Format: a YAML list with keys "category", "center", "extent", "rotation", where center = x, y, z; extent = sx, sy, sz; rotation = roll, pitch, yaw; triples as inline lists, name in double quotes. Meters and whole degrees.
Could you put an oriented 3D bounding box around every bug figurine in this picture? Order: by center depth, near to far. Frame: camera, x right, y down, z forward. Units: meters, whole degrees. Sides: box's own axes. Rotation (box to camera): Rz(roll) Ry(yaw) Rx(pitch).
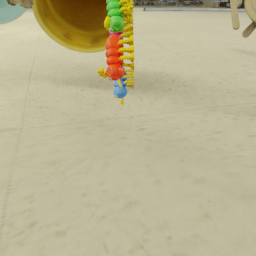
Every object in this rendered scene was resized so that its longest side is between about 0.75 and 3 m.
- category: "bug figurine"
  center: [-0.134, -1.100, 3.994]
  extent: [0.449, 1.352, 1.744]
  rotation: [-1, -5, 1]

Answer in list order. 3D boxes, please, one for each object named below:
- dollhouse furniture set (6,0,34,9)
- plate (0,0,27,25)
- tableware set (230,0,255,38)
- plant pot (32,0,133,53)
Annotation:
- category: "dollhouse furniture set"
  center: [-1.910, -2.167, 4.620]
  extent: [0.757, 0.421, 0.670]
  rotation: [23, 41, 32]
- category: "plate"
  center: [-3.398, -3.730, 6.816]
  extent: [2.289, 2.289, 0.293]
  rotation: [-22, 36, -35]
- category: "tableware set"
  center: [2.845, -3.125, 5.572]
  extent: [1.744, 2.638, 0.529]
  rotation: [-4, -10, 17]
- category: "plant pot"
  center: [-1.133, -4.005, 8.089]
  extent: [2.660, 2.660, 2.503]
  rotation: [2, 54, 4]
